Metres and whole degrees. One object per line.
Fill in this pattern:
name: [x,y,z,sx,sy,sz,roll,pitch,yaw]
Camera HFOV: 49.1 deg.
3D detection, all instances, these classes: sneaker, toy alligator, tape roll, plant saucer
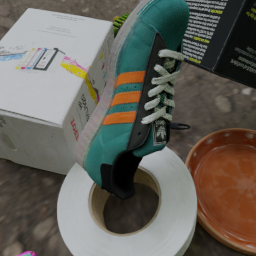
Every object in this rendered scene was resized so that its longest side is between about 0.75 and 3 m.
sneaker: [0.236,-0.293,3.720,0.989,2.770,1.107,-4,36,-48]
toy alligator: [-0.093,-3.510,9.259,0.759,0.550,2.289,27,59,17]
tape roll: [0.010,1.434,5.266,2.530,0.885,2.530,-6,57,9]
plant saucer: [2.546,1.240,5.934,2.776,0.448,2.776,1,54,-1]

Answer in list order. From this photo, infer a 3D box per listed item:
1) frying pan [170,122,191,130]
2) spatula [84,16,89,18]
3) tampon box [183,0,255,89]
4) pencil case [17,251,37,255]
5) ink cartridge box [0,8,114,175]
frying pan: [0.415,-0.183,7.031,1.979,0.322,1.197,-12,56,-11]
spatula: [-2.215,-3.013,9.077,0.775,0.282,2.744,34,61,20]
tampon box: [2.215,-2.300,5.065,2.113,2.819,1.780,10,21,-33]
pencil case: [-2.250,2.620,4.827,1.458,0.644,0.644,-14,56,-13]
ink cartridge box: [-1.689,-0.795,6.312,2.132,2.170,2.947,13,56,9]
